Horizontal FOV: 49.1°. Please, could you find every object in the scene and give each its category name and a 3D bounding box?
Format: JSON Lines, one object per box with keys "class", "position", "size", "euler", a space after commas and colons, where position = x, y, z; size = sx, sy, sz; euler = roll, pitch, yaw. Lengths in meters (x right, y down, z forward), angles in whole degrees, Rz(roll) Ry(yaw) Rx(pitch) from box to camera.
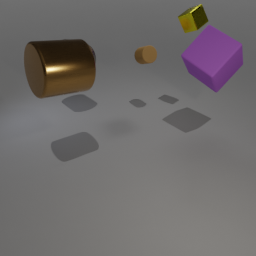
{"class": "cube", "position": [2.455, -4.108, 10.555], "size": [0.700, 0.700, 0.700], "euler": [-41, 26, -20]}
{"class": "cylinder", "position": [-2.276, -2.928, 11.721], "size": [1.400, 1.400, 1.400], "euler": [-21, 32, -32]}
{"class": "cube", "position": [2.928, -2.356, 9.669], "size": [1.400, 1.400, 1.400], "euler": [45, 5, 27]}
{"class": "cylinder", "position": [-1.780, -1.562, 7.300], "size": [1.400, 1.400, 1.400], "euler": [-16, 33, -35]}
{"class": "cylinder", "position": [0.727, -3.002, 11.523], "size": [0.700, 0.700, 0.700], "euler": [-15, 15, -24]}
